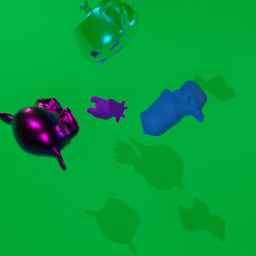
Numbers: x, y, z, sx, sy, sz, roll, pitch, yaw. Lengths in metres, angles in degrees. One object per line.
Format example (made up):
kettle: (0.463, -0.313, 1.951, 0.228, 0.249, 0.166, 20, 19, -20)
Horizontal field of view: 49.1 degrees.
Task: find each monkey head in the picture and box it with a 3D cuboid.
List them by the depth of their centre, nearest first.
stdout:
monkey head: (-1.435, 0.111, 4.898, 1.638, 1.178, 0.987, 35, 62, 16)

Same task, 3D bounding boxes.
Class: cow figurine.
cow figurine: (0.675, -0.255, 4.423, 1.158, 1.139, 0.636, -42, 102, 13)
cow figurine: (-0.451, -0.420, 6.614, 0.991, 1.007, 0.553, 16, 81, 11)

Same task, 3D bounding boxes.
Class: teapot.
teapot: (-0.481, -1.782, 4.945, 0.967, 1.975, 1.228, 45, 76, -20)
